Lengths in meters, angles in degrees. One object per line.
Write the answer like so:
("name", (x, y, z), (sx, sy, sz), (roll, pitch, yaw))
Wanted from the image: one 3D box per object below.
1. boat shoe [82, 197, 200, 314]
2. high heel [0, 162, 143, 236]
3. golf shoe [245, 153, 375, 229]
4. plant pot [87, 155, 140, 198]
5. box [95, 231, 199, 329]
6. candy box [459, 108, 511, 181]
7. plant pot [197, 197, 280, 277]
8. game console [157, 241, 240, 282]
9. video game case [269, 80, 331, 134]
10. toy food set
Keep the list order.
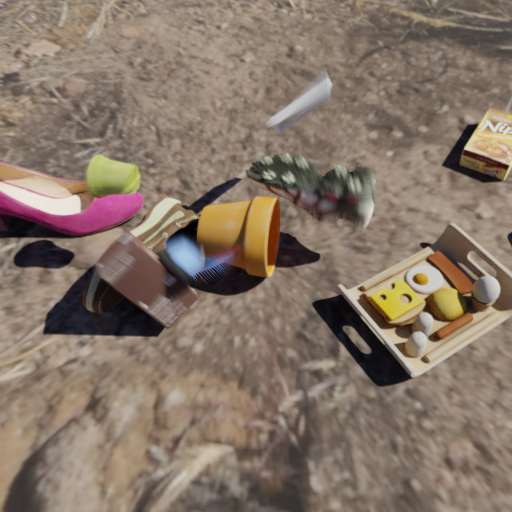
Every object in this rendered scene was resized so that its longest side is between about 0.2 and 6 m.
("boat shoe", (-1.672, 0.014, 8.804), (0.905, 0.903, 2.446), (26, 56, 12))
("high heel", (-3.484, -1.156, 9.378), (3.017, 1.447, 1.016), (1, 51, 1))
("golf shoe", (0.797, -0.985, 8.846), (2.176, 0.958, 0.840), (18, 49, 28))
("plant pot", (-2.042, -1.134, 8.170), (0.583, 0.634, 0.634), (6, 51, 14))
("box", (-1.547, 0.363, 8.049), (0.691, 1.381, 0.517), (-45, 33, 1))
("candy box", (4.671, -2.196, 10.880), (0.892, 0.428, 1.546), (26, 56, 21))
("plant pot", (-0.281, -0.343, 8.880), (1.146, 1.252, 1.252), (6, 51, 10))
("game console", (-0.819, -0.036, 8.071), (0.809, 0.557, 0.939), (38, 23, 7))
("video game case", (0.697, -2.286, 8.713), (1.024, 1.430, 0.129), (-33, 94, 9))
("toy food set", (2.650, 0.555, 8.455), (2.382, 0.720, 1.709), (-26, 55, -19))
